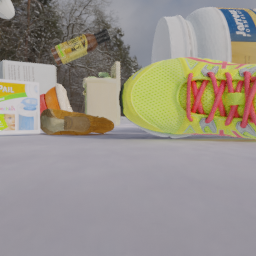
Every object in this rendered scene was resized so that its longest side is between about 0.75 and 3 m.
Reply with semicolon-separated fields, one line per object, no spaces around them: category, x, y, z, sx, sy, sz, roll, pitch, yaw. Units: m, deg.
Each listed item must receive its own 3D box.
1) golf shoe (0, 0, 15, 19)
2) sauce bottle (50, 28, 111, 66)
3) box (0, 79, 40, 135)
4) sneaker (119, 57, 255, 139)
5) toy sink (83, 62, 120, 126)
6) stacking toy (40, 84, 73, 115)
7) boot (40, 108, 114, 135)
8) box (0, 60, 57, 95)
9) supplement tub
golf shoe;-3.286;-3.154;6.534;0.639;0.811;1.761;-38;-30;1
sauce bottle;-1.542;-2.705;9.205;1.992;0.645;0.645;-26;3;-4
box;-1.590;-0.221;3.051;1.097;0.617;0.556;-3;2;-42
sneaker;0.861;-0.249;2.221;1.862;0.727;0.841;0;4;-4
toy sink;-1.336;-1.603;13.549;1.673;2.986;1.946;0;2;-11
stacking toy;-3.280;-0.622;10.399;2.240;1.636;1.636;-15;2;-5
boot;-0.652;-0.045;3.510;0.644;0.317;0.900;7;0;-44
box;-5.289;-1.597;13.946;2.529;2.952;2.938;-4;3;-40
supplement tub;1.622;-0.804;4.073;2.392;1.730;1.730;0;1;-5
